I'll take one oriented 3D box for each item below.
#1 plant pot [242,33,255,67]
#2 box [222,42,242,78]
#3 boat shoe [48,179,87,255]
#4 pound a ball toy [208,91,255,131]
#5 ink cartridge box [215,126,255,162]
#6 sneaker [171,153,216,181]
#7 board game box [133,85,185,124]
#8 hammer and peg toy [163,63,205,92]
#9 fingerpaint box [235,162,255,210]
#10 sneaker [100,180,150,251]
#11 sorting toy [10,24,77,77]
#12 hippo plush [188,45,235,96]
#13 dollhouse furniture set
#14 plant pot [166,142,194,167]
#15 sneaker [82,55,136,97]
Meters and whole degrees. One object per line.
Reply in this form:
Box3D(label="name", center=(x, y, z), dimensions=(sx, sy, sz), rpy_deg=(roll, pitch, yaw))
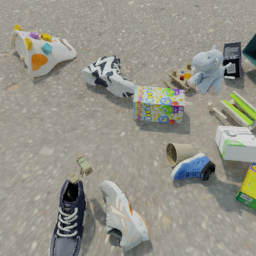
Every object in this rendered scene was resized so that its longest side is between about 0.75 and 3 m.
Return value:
Box3D(label="plant pot", center=(7.192, -3.446, 12.680), dimensions=(2.761, 1.951, 1.950), rpy_deg=(5, 43, -28))
Box3D(label="box", center=(4.900, -3.197, 13.155), dimensions=(0.765, 1.085, 1.466), rpy_deg=(0, 46, 25))
Box3D(label="boat shoe", center=(-1.725, 2.690, 7.877), dimensions=(0.970, 1.205, 2.598), rpy_deg=(1, 48, 0))
Box3D(label="pound a ball toy", center=(4.258, -0.592, 11.280), dimensions=(1.191, 0.776, 1.827), rpy_deg=(-38, 54, 1))
Box3D(label="ink cartridge box", center=(3.807, 0.522, 9.840), dimensions=(1.115, 0.644, 1.533), rpy_deg=(4, 24, 3))
Box3D(label="sneaker", center=(2.260, 1.469, 9.386), dimensions=(1.563, 0.600, 0.869), rpy_deg=(-22, 43, -27))
Box3D(label="board game box", center=(1.228, -0.942, 11.280), dimensions=(1.963, 1.011, 1.029), rpy_deg=(6, 48, 5))
Box3D(label="hammer and peg toy", center=(2.481, -2.243, 12.703), dimensions=(1.795, 0.633, 1.321), rpy_deg=(-26, 53, -21))
Box3D(label="fingerpaint box", center=(4.448, 2.039, 8.884), dimensions=(1.584, 0.581, 1.322), rpy_deg=(26, 53, 21))
Box3D(label="sneaker", center=(-0.372, 2.544, 8.303), dimensions=(1.039, 0.855, 2.260), rpy_deg=(-30, 53, -19))
Box3D(label="sorting toy", center=(-4.112, -4.064, 14.079), dimensions=(2.681, 1.591, 2.979), rpy_deg=(-12, 46, -36))
Box3D(label="hippo plush", center=(2.316, -1.575, 7.755), dimensions=(1.340, 1.077, 1.067), rpy_deg=(-8, 64, 11))
Box3D(label="dollhouse furniture set", center=(-1.528, 1.110, 8.192), dimensions=(0.686, 0.431, 0.776), rpy_deg=(-33, 63, -15))
Box3D(label="plant pot", center=(1.862, 0.890, 9.848), dimensions=(0.776, 0.848, 0.848), rpy_deg=(-4, 47, -19))
Box3D(label="sneaker", center=(-0.529, -2.511, 12.617), dimensions=(2.737, 1.093, 1.781), rpy_deg=(20, 59, 30))
